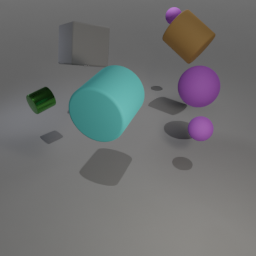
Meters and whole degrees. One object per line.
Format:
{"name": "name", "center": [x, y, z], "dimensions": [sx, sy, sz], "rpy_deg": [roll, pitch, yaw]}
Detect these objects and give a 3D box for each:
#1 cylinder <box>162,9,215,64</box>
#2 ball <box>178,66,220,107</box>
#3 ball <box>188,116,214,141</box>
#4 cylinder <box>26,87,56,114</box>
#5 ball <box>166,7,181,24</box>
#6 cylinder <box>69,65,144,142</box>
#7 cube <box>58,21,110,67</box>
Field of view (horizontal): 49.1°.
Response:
{"name": "cylinder", "center": [2.247, -3.372, 10.410], "dimensions": [1.400, 1.400, 1.400], "rpy_deg": [45, 42, 6]}
{"name": "ball", "center": [2.394, -1.398, 9.484], "dimensions": [1.400, 1.400, 1.400], "rpy_deg": [0, 29, 0]}
{"name": "ball", "center": [2.030, 0.020, 7.839], "dimensions": [0.700, 0.700, 0.700], "rpy_deg": [0, 29, 0]}
{"name": "cylinder", "center": [-2.869, -0.915, 9.263], "dimensions": [0.700, 0.700, 0.700], "rpy_deg": [-34, 43, -30]}
{"name": "ball", "center": [1.958, -4.780, 11.972], "dimensions": [0.700, 0.700, 0.700], "rpy_deg": [0, 29, 0]}
{"name": "cylinder", "center": [-0.473, -0.609, 6.724], "dimensions": [1.400, 1.400, 1.400], "rpy_deg": [11, 36, 19]}
{"name": "cube", "center": [-1.624, -2.977, 10.166], "dimensions": [1.400, 1.400, 1.400], "rpy_deg": [-3, 14, -33]}
